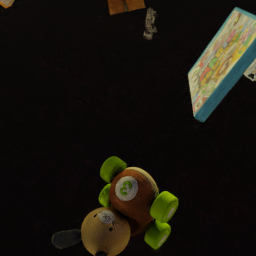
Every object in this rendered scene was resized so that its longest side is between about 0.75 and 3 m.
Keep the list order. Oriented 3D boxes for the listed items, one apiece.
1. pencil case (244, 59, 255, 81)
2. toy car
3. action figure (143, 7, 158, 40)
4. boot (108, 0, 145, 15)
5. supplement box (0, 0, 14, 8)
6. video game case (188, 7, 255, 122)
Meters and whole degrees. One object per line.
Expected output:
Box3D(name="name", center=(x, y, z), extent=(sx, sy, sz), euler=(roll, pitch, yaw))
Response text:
Box3D(name="pencil case", center=(4.017, -2.469, 7.239), extent=(1.272, 2.804, 1.166), euler=(-33, 70, -34))
Box3D(name="toy car", center=(-0.309, 1.597, 4.745), extent=(1.478, 1.419, 1.799), euler=(31, 41, 31))
Box3D(name="action figure", center=(0.744, -3.357, 9.053), extent=(0.404, 1.165, 0.758), euler=(17, 78, 6))
Box3D(name="boot", center=(0.185, -5.075, 8.999), extent=(2.251, 2.391, 0.819), euler=(-15, 28, 5))
Box3D(name="supplement box", center=(-2.670, -3.270, 6.480), extent=(0.914, 0.336, 0.576), euler=(-48, 26, 15))
Box3D(name="video game case", center=(1.877, -1.415, 5.644), extent=(0.232, 1.865, 2.606), euler=(30, 28, -6))
